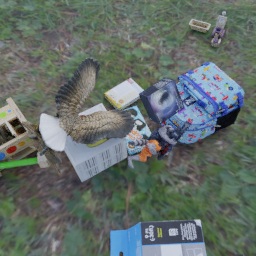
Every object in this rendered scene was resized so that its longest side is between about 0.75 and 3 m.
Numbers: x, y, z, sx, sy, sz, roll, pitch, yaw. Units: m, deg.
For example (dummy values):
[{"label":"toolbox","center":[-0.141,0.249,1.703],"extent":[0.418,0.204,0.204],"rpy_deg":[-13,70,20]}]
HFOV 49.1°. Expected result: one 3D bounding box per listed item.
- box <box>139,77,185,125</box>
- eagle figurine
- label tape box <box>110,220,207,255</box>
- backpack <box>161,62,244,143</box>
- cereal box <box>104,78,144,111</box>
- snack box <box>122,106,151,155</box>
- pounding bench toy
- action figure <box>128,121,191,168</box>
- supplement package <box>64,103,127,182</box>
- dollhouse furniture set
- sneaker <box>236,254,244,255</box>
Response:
[{"label":"box","center":[0.915,-0.724,7.507],"extent":[0.894,0.901,0.556],"rpy_deg":[-33,27,-12]},{"label":"eagle figurine","center":[-1.271,-0.367,7.316],"extent":[2.690,2.041,2.030],"rpy_deg":[-33,57,-11]},{"label":"label tape box","center":[0.702,3.161,6.720],"extent":[2.275,0.720,1.640],"rpy_deg":[-2,57,-2]},{"label":"backpack","center":[2.108,-0.725,8.819],"extent":[2.296,1.545,2.096],"rpy_deg":[-25,61,-14]},{"label":"cereal box","center":[-0.109,-1.186,9.887],"extent":[1.192,0.236,0.858],"rpy_deg":[-32,62,-20]},{"label":"snack box","center":[0.170,0.047,9.043],"extent":[0.892,0.285,1.536],"rpy_deg":[-19,59,-12]},{"label":"pounding bench toy","center":[-3.463,0.616,8.014],"extent":[1.725,1.374,2.211],"rpy_deg":[-33,62,-20]},{"label":"action figure","center":[0.844,0.270,7.558],"extent":[0.907,1.734,1.677],"rpy_deg":[44,40,11]},{"label":"supplement package","center":[-1.070,0.414,8.266],"extent":[1.581,1.163,1.512],"rpy_deg":[-28,61,-16]},{"label":"dollhouse furniture set","center":[3.221,-4.227,11.404],"extent":[1.498,1.063,1.187],"rpy_deg":[21,59,14]},{"label":"sneaker","center":[2.445,3.564,6.644],"extent":[1.260,0.484,0.701],"rpy_deg":[-50,25,3]}]
